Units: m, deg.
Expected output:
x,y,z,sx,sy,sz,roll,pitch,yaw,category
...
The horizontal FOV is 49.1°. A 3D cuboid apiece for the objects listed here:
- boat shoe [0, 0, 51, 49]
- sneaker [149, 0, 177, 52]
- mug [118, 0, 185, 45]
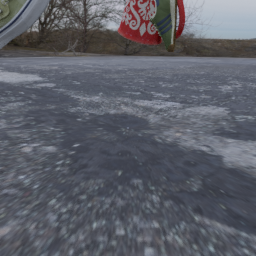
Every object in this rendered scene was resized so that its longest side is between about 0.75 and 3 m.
x,y,z,sx,sy,sz,roll,pitch,yaw,category
-2.001,-1.911,4.460,2.317,0.834,0.719,-25,-32,33,boat shoe
0.837,-2.554,6.754,0.643,1.433,0.480,6,38,14,sneaker
0.884,-3.883,8.705,2.000,2.253,1.503,15,34,-2,mug
